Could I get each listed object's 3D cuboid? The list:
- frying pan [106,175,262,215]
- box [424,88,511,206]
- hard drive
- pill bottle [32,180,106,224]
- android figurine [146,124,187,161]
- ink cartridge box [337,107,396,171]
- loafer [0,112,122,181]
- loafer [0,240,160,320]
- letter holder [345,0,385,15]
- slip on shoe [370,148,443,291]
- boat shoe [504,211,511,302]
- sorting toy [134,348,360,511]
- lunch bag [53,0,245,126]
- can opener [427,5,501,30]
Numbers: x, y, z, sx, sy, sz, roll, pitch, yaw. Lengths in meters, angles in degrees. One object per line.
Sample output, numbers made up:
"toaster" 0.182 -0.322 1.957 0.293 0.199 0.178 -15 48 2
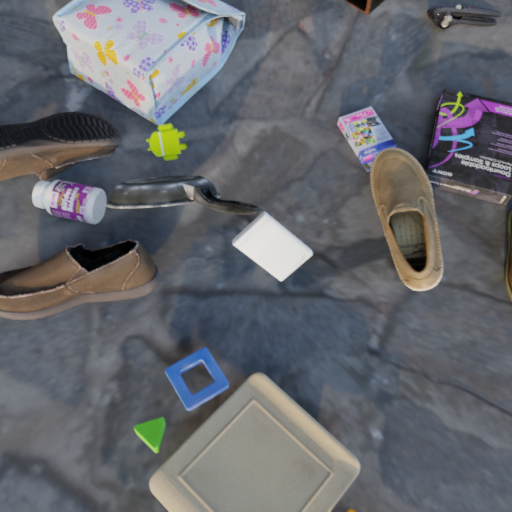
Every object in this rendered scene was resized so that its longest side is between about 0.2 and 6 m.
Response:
"frying pan" -1.286 -0.905 8.455 1.835 3.033 0.494 -9 102 -19
"box" 3.975 -2.033 10.242 1.501 0.379 2.099 15 67 7
"hard drive" 0.234 -0.114 7.849 0.642 0.973 0.130 -42 29 20
"pill bottle" -3.205 -0.950 9.596 1.120 0.629 0.629 12 65 6
"android figurine" -1.508 -1.903 9.429 0.670 0.610 0.138 -9 25 -2
"ink cartridge box" 2.093 -2.184 10.398 0.709 0.249 1.188 -21 68 -9
"loafer" -3.694 -1.883 9.939 2.588 0.919 0.945 -11 52 -22
"loafer" -2.907 0.220 8.677 2.701 0.959 0.986 -11 34 -10
"letter holder" 2.495 -6.222 11.953 1.240 0.878 1.745 39 70 18
"slip on shoe" 2.369 -0.686 8.931 0.943 0.752 2.481 -12 71 20
"boat shoe" 4.514 0.006 9.065 0.799 0.755 2.221 1 65 1
"sorting toy" 0.011 3.051 7.677 3.921 0.534 2.208 40 63 17
"lunch bag" -1.917 -4.261 10.553 2.361 1.770 2.784 34 64 15
"can opener" 4.317 -4.982 11.580 1.480 0.469 0.582 2 64 1
